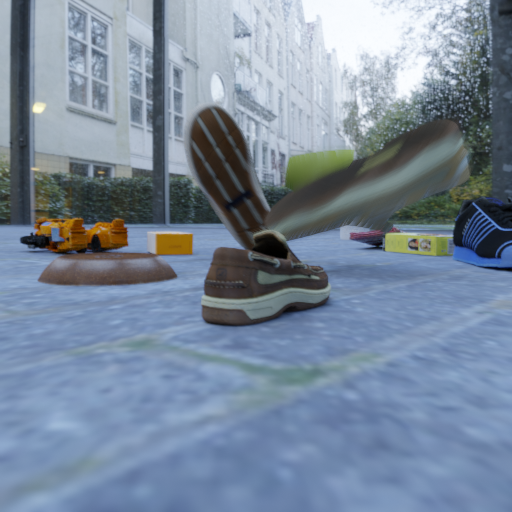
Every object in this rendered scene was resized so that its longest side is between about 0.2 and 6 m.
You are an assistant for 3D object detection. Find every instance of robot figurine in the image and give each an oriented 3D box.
[{"bbox_3d":[-3.931,-0.455,12.126,1.869,0.750,2.577,-1,4,-42],"label":"robot figurine"}]

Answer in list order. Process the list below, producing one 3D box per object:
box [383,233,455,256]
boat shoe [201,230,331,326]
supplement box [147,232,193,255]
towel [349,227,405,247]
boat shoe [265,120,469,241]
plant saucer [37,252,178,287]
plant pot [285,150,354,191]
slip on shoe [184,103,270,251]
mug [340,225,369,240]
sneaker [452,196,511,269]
[{"bbox_3d":[3.388,-0.252,11.648,0.633,0.422,1.683,-1,4,-25],"label":"box"},{"bbox_3d":[0.189,0.117,4.727,0.670,0.672,1.815,2,5,24],"label":"boat shoe"},{"bbox_3d":[-1.813,-0.276,11.676,0.773,0.451,1.226,-1,4,-20],"label":"supplement box"},{"bbox_3d":[3.062,-0.451,13.336,1.161,0.183,1.612,-7,-10,33],"label":"towel"},{"bbox_3d":[1.542,-0.733,7.644,2.817,1.073,1.009,-23,26,15],"label":"boat shoe"},{"bbox_3d":[-1.851,0.140,7.059,1.704,0.312,1.704,-1,5,0],"label":"plant saucer"},{"bbox_3d":[0.961,-1.238,8.646,0.976,0.913,0.913,9,5,7],"label":"plant pot"},{"bbox_3d":[-0.530,-1.537,11.086,1.234,3.246,0.983,-32,34,-3],"label":"slip on shoe"},{"bbox_3d":[3.230,-1.097,18.450,0.948,1.125,1.283,0,4,2],"label":"mug"},{"bbox_3d":[3.837,-0.399,8.799,1.000,1.111,2.853,0,4,-5],"label":"sneaker"}]
